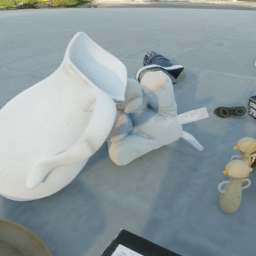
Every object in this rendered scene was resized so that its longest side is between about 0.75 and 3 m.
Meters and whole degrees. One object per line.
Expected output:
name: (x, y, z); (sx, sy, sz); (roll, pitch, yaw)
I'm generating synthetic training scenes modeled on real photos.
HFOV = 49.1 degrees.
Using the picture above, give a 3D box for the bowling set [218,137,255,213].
bowling set: (2.687, 0.604, 5.587); (2.435, 1.307, 1.695); (-5, 28, -9)

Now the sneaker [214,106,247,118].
sneaker: (3.181, -0.505, 8.784); (0.958, 0.364, 0.435); (1, 6, 13)

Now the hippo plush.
hippo plush: (0.264, -0.575, 6.942); (2.684, 2.138, 2.158); (-11, 30, -18)

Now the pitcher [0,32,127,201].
pitcher: (-1.271, 0.154, 4.725); (1.808, 2.983, 2.559); (34, 23, -24)

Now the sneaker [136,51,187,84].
sneaker: (0.920, -2.432, 11.488); (2.571, 0.978, 1.858); (-11, 39, -39)

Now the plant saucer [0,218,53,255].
plant saucer: (-2.127, 1.837, 3.448); (2.434, 0.359, 2.434); (15, 9, -2)

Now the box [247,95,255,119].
box: (5.460, -0.424, 7.895); (2.816, 0.705, 2.837); (-13, 29, -10)

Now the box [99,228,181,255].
box: (0.561, 2.081, 2.481); (1.961, 1.606, 0.844); (15, 32, 25)
